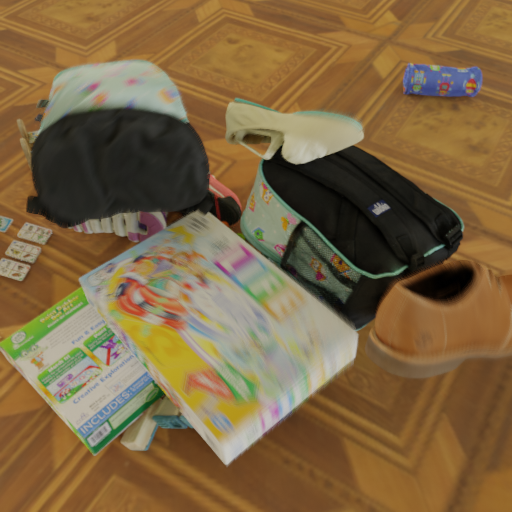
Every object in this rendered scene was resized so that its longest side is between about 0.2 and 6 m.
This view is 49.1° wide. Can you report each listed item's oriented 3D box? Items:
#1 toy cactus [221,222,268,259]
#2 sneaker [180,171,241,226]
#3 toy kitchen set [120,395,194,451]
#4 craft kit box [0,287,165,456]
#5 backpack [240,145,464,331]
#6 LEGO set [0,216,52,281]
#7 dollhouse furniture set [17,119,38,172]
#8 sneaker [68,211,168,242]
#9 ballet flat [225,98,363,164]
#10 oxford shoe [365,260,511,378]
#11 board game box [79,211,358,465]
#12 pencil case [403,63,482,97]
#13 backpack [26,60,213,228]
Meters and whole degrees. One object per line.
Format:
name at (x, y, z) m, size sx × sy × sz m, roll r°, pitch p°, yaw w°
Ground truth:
toy cactus at (-0.054, -0.020, 10.172) m, size 1.938 × 0.991 × 1.599 m, roll -27°, pitch 67°, yaw -40°
sneaker at (-1.389, -1.702, 11.384) m, size 3.079 × 1.135 × 1.336 m, roll 29°, pitch 53°, yaw 22°
toy kitchen set at (-1.062, 2.646, 8.212) m, size 1.335 × 1.069 × 0.786 m, roll -14°, pitch 39°, yaw 38°
craft kit box at (-2.293, 1.389, 8.883) m, size 2.550 × 0.626 × 2.582 m, roll 32°, pitch 56°, yaw 33°
backpack at (1.337, -0.452, 9.327) m, size 2.768 × 2.413 × 3.148 m, roll -28°, pitch 66°, yaw -35°
LEGO set at (-5.009, -0.170, 10.701) m, size 1.766 × 0.433 × 1.319 m, roll 16°, pitch 50°, yaw -1°
dollhouse furniture set at (-3.935, -2.514, 11.820) m, size 1.956 × 1.483 × 2.232 m, roll -17°, pitch 52°, yaw -14°
sneaker at (-2.868, -1.079, 11.002) m, size 2.668 × 1.073 × 1.179 m, roll 15°, pitch 45°, yaw 6°
ballet flat at (0.461, -1.813, 8.598) m, size 2.484 × 0.863 × 0.863 m, roll 21°, pitch 51°, yaw 38°
oxford shoe at (3.067, 0.622, 7.725) m, size 3.544 × 1.263 × 1.264 m, roll -10°, pitch 30°, yaw -37°
board game box at (-0.648, 0.897, 8.266) m, size 2.401 × 0.611 × 3.571 m, roll -33°, pitch 53°, yaw -25°
pencil case at (4.585, -4.353, 13.854) m, size 1.883 × 0.735 × 0.818 m, roll 3°, pitch 50°, yaw 3°
backpack at (-2.207, -1.952, 9.126) m, size 2.777 × 2.106 × 3.327 m, roll -1°, pitch 28°, yaw -16°
